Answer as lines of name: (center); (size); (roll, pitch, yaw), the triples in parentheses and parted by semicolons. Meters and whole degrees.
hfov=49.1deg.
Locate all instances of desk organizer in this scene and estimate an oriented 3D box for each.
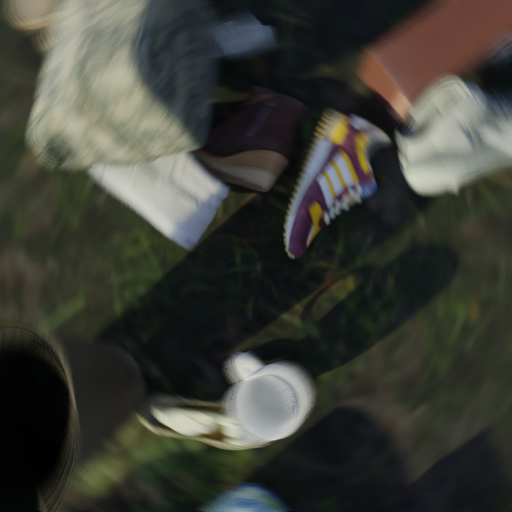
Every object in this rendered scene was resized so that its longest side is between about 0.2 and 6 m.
desk organizer: (3.531, -3.812, 10.081); (3.089, 1.108, 1.189); (-35, 84, -2)

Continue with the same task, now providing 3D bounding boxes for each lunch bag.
lunch bag: (-0.410, 5.478, 9.402); (2.718, 1.121, 2.185); (-42, 86, -3)
lunch bag: (-2.182, -3.003, 8.904); (2.566, 2.132, 3.059); (-9, 61, 22)

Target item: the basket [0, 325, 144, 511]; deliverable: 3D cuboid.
basket: (-3.017, 2.329, 8.600); (2.023, 2.974, 2.682); (4, 87, 9)

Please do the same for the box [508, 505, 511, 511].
box: (4.730, 5.977, 9.640); (1.810, 0.571, 3.290); (29, 86, 2)

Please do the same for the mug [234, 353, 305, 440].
mug: (0.165, 2.180, 9.258); (1.062, 1.262, 1.439); (-44, 82, 8)

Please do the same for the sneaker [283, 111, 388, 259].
sneaker: (1.408, -1.153, 9.908); (1.251, 1.041, 2.778); (21, 87, 8)

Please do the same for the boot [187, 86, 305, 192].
boot: (-0.403, -2.290, 10.276); (2.261, 0.818, 1.881); (20, 72, 6)

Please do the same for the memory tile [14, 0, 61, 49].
memory tile: (-2.752, -4.540, 10.544); (3.124, 0.262, 2.394); (40, 87, 2)

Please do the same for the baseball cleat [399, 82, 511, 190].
baseball cleat: (4.116, -2.339, 9.613); (3.438, 1.830, 1.199); (-28, 45, -2)

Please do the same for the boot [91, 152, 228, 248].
boot: (-1.715, -1.436, 9.702); (2.789, 1.026, 1.333); (39, 93, 18)

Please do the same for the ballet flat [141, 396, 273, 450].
ballet flat: (-0.752, 2.901, 9.662); (2.532, 0.953, 0.859); (6, 81, 0)

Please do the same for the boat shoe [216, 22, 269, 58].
boat shoe: (-0.564, -3.987, 10.201); (1.585, 0.560, 0.505); (-19, 81, -8)
